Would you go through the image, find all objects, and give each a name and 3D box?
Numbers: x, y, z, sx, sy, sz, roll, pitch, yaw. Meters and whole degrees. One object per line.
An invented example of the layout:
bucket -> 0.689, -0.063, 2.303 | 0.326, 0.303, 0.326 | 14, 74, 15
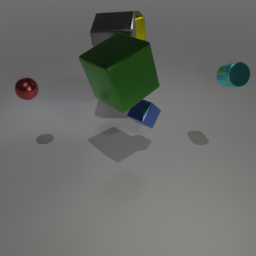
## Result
cube -> 0.529, -0.495, 9.238 | 0.700, 0.700, 0.700 | 24, -4, 38
cube -> -0.446, -3.126, 9.904 | 1.400, 1.400, 1.400 | -1, 46, 6
cube -> 0.012, -4.454, 12.938 | 1.400, 1.400, 1.400 | -11, 35, -3
cylinder -> 3.061, -1.542, 8.183 | 0.700, 0.700, 0.700 | -6, 9, -9
ball -> -3.098, -1.201, 8.577 | 0.700, 0.700, 0.700 | 0, 31, 0
cube -> -0.211, -1.518, 7.589 | 1.400, 1.400, 1.400 | -38, 43, -20
